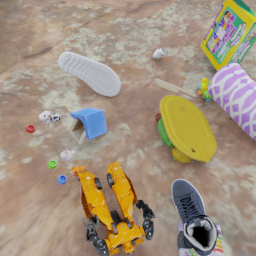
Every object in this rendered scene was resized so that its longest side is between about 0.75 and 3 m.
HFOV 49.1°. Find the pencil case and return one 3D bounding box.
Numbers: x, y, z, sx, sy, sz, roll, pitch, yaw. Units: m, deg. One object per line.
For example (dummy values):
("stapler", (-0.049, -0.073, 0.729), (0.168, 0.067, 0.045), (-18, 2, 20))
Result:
("pencil case", (3.417, -0.500, 7.337), (1.235, 1.213, 2.890), (-29, 62, -15))

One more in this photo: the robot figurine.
("robot figurine", (-0.287, 1.654, 5.741), (1.402, 0.563, 1.934), (-16, 54, -14))

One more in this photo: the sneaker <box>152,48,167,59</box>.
("sneaker", (1.108, -2.573, 9.848), (0.325, 0.872, 0.380), (40, 91, -13))

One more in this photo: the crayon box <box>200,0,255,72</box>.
("crayon box", (3.312, -2.965, 9.100), (0.554, 1.902, 1.641), (0, 48, -23))

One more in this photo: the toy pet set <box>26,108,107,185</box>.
("toy pet set", (-1.300, 0.152, 6.817), (1.641, 0.933, 1.757), (-23, 68, -42))

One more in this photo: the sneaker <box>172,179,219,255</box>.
("sneaker", (1.193, 1.551, 5.184), (0.586, 1.113, 1.541), (-22, 61, 5))

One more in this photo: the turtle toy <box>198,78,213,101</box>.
("turtle toy", (2.449, -1.199, 8.682), (0.661, 0.458, 0.907), (34, 43, -16))

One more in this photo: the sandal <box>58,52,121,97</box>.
("sandal", (-1.110, -1.706, 8.552), (2.064, 0.840, 0.507), (30, 11, -21))

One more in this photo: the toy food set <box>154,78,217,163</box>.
("toy food set", (1.362, -0.026, 7.535), (1.516, 0.842, 2.577), (12, 47, -24))

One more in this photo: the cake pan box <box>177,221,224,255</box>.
("cake pan box", (1.446, 2.343, 5.671), (0.904, 0.236, 0.833), (6, 41, 6))
